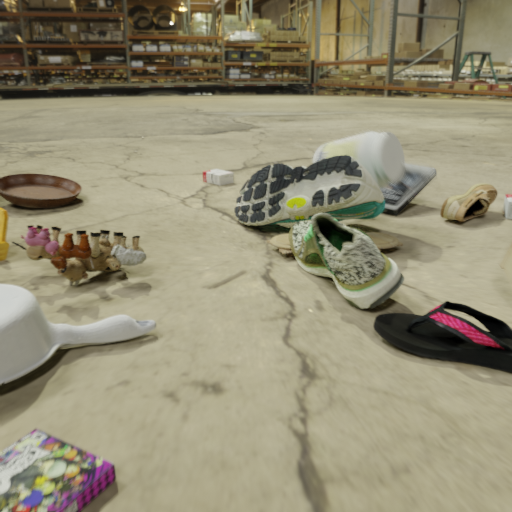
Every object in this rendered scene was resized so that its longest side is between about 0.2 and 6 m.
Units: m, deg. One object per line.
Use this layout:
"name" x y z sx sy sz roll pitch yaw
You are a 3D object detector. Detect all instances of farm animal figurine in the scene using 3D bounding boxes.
"farm animal figurine" -2.742 0.019 8.698 1.607 0.847 1.625 -1 9 -40

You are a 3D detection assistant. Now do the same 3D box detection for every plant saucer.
"plant saucer" -5.119 -1.516 13.178 1.942 0.334 1.942 9 23 -4

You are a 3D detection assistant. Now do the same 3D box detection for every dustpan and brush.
"dustpan and brush" -2.726 0.895 6.404 3.115 0.891 2.174 -14 23 -18

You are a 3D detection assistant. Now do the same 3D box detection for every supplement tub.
"supplement tub" 2.031 -1.822 11.149 1.538 1.115 1.115 -5 11 43

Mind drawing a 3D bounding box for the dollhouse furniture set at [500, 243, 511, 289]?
"dollhouse furniture set" 4.462 0.099 7.250 1.821 1.719 1.188 6 41 -2

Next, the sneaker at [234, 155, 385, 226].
"sneaker" 0.921 -1.007 11.002 3.375 1.308 1.344 2 -21 43

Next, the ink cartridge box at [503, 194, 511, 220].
"ink cartridge box" 5.888 -1.027 12.038 0.981 0.406 0.715 6 21 15

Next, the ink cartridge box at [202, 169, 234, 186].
"ink cartridge box" -1.032 -2.142 15.278 0.530 0.299 0.722 -18 27 -41

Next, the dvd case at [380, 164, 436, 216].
"dvd case" 3.134 -1.585 12.883 1.282 0.211 1.706 21 51 41

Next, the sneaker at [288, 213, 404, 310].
"sneaker" 1.149 -0.271 8.388 1.023 1.179 2.661 -36 28 -9

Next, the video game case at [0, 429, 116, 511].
"video game case" -1.827 1.852 4.404 0.964 0.190 1.063 11 23 28

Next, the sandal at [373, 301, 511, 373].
"sandal" 2.597 0.896 6.517 2.417 0.545 0.908 10 22 26

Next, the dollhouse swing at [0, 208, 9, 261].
"dollhouse swing" -4.774 -0.371 9.621 0.858 0.830 0.944 -18 27 -41

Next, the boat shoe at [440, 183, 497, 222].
"boat shoe" 4.692 -1.076 11.986 1.783 0.636 0.575 -23 37 -32

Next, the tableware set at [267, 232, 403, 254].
"tableware set" 1.397 -0.211 10.049 2.141 0.248 1.789 -18 27 -39
